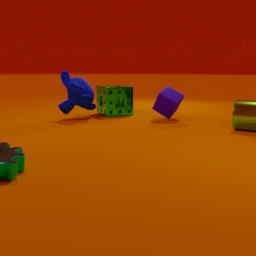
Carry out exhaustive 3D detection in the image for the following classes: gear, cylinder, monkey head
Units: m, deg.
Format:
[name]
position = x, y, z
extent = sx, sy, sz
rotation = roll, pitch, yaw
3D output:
[gear]
position = -2.728, 0.583, 4.959
extent = 1.674, 0.310, 1.674
rotation = 7, 12, -2
[cylinder]
position = 3.713, -0.372, 8.473
extent = 0.921, 0.921, 0.921
rotation = 7, 14, 30
[monkey head]
position = -1.953, -1.165, 10.417
extent = 1.366, 1.898, 1.144
rotation = -37, 25, 4

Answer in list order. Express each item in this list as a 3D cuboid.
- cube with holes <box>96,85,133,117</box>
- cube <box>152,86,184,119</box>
[cube with holes]
position = -0.555, -1.134, 11.478
extent = 1.164, 1.164, 1.164
rotation = -6, 13, -25
[cube]
position = 1.486, -0.951, 10.360
extent = 0.766, 0.766, 0.766
rotation = 33, 42, 12
